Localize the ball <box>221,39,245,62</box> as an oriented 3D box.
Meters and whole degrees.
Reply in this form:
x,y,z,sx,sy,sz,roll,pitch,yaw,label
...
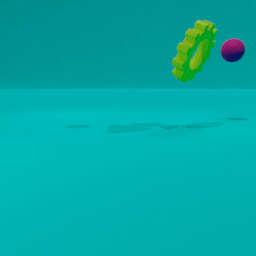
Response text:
x,y,z,sx,sy,sz,roll,pitch,yaw,label
3.375,-2.492,9.022,0.739,0.739,0.739,0,9,0,ball

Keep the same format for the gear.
x,y,z,sx,sy,sz,roll,pitch,yaw,label
1.808,-2.044,7.578,0.304,1.643,1.643,35,26,26,gear
